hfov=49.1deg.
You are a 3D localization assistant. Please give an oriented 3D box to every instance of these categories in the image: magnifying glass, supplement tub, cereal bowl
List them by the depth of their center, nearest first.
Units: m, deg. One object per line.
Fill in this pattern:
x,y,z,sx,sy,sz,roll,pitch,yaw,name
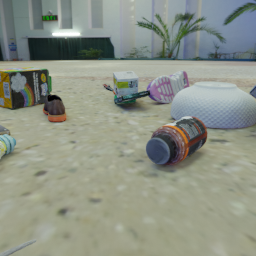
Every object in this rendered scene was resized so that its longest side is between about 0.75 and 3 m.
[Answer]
0.983,0.259,5.690,0.793,0.793,1.484,12,20,35,supplement tub
2.705,-0.852,8.893,2.655,1.106,2.655,0,16,0,cereal bowl
-0.288,-1.434,12.505,0.941,0.265,2.365,-5,19,-14,magnifying glass

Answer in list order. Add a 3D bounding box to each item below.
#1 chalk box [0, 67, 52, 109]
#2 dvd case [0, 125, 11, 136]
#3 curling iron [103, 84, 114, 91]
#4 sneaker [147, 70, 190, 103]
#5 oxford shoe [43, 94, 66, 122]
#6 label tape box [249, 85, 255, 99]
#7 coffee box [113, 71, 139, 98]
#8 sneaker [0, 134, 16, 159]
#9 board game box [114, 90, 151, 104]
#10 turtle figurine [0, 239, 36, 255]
-4.067,-1.674,11.220,1.404,1.413,2.265,12,19,34,chalk box
-4.521,0.149,7.133,2.384,0.190,1.773,-14,22,-40,dvd case
-1.016,-2.194,15.066,0.422,0.218,1.704,-4,17,-16,curling iron
1.537,-1.707,12.074,1.258,1.144,2.844,-5,14,39,sneaker
-2.435,-0.795,9.348,0.733,0.747,2.060,-7,18,-23,oxford shoe
4.560,-0.390,6.797,2.940,0.931,2.120,44,34,13,label tape box
-0.102,-1.797,11.589,0.868,0.858,0.867,-7,32,-13,coffee box
-2.610,0.420,5.701,0.798,0.486,1.222,-14,22,-36,sneaker
0.114,-1.157,10.565,1.078,0.224,1.594,-14,5,-11,board game box
-0.873,1.546,0.972,1.614,1.085,2.156,46,30,6,turtle figurine
